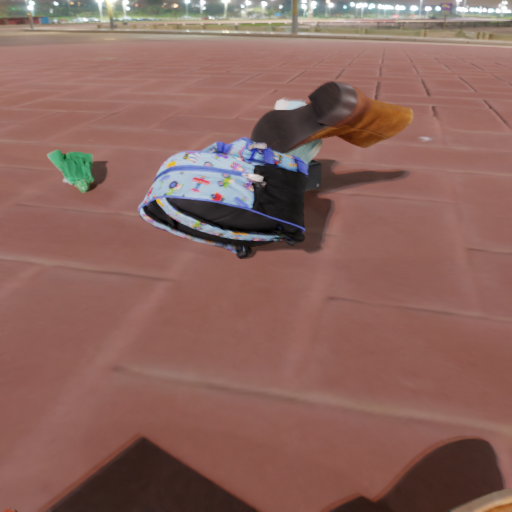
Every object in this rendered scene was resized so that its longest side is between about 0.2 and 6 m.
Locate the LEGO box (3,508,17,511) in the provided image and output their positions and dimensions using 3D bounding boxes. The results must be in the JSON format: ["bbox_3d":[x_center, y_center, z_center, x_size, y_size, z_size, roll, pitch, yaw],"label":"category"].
[{"bbox_3d":[-1.303,2.998,2.854,2.775,1.071,2.067,18,32,32],"label":"LEGO box"}]

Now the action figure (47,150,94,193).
[{"bbox_3d":[-4.388,-2.038,13.687,1.110,0.514,1.880,-10,35,-23],"label":"action figure"}]

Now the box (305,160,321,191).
[{"bbox_3d":[0.828,-1.990,13.439,1.081,0.646,1.099,-13,31,-24],"label":"box"}]

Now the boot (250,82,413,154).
[{"bbox_3d":[1.280,-2.201,9.686,2.128,0.774,2.261,-31,-19,38],"label":"boot"}]

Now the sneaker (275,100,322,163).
[{"bbox_3d":[0.780,-1.968,10.528,0.931,2.273,0.840,1,-18,6],"label":"sneaker"}]

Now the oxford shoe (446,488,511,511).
[{"bbox_3d":[1.222,2.595,4.185,2.567,0.916,0.915,-19,55,-26],"label":"oxford shoe"}]

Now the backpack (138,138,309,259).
[{"bbox_3d":[-0.582,-0.973,8.832,2.315,1.557,2.113,12,-13,-28],"label":"backpack"}]
